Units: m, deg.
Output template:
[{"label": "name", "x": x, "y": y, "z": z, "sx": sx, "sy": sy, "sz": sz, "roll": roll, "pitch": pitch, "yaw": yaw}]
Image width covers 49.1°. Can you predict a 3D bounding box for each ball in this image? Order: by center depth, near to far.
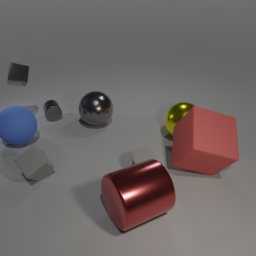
[{"label": "ball", "x": -3.996, "y": -0.101, "z": 10.080, "sx": 1.400, "sy": 1.400, "sz": 1.400, "roll": 0, "pitch": 29, "yaw": 0}, {"label": "ball", "x": 2.075, "y": -0.265, "z": 10.409, "sx": 1.400, "sy": 1.400, "sz": 1.400, "roll": 0, "pitch": 29, "yaw": 0}, {"label": "ball", "x": -1.293, "y": -0.784, "z": 11.325, "sx": 1.400, "sy": 1.400, "sz": 1.400, "roll": 0, "pitch": 29, "yaw": 0}]

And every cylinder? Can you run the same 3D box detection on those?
[{"label": "cylinder", "x": 0.232, "y": 1.634, "z": 7.029, "sx": 1.400, "sy": 1.400, "sz": 1.400, "roll": -15, "pitch": 33, "yaw": -25}, {"label": "cylinder", "x": 0.484, "y": 1.057, "z": 8.504, "sx": 0.700, "sy": 0.700, "sz": 0.700, "roll": -1, "pitch": 51, "yaw": 2}, {"label": "cylinder", "x": -3.223, "y": -0.754, "z": 11.971, "sx": 0.700, "sy": 0.700, "sz": 0.700, "roll": -11, "pitch": 32, "yaw": -19}]

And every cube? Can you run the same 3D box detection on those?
[{"label": "cube", "x": -2.762, "y": 1.052, "z": 8.321, "sx": 0.700, "sy": 0.700, "sz": 0.700, "roll": -40, "pitch": 73, "yaw": -7}, {"label": "cube", "x": 2.250, "y": 0.415, "z": 8.349, "sx": 1.400, "sy": 1.400, "sz": 1.400, "roll": 15, "pitch": 60, "yaw": -11}, {"label": "cube", "x": -4.292, "y": -2.058, "z": 10.912, "sx": 0.700, "sy": 0.700, "sz": 0.700, "roll": 7, "pitch": -7, "yaw": -26}]
